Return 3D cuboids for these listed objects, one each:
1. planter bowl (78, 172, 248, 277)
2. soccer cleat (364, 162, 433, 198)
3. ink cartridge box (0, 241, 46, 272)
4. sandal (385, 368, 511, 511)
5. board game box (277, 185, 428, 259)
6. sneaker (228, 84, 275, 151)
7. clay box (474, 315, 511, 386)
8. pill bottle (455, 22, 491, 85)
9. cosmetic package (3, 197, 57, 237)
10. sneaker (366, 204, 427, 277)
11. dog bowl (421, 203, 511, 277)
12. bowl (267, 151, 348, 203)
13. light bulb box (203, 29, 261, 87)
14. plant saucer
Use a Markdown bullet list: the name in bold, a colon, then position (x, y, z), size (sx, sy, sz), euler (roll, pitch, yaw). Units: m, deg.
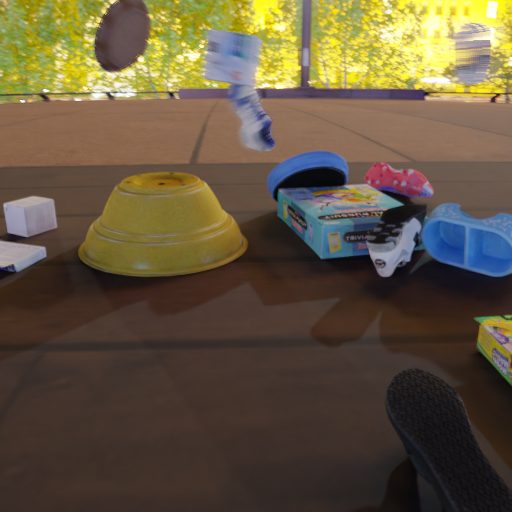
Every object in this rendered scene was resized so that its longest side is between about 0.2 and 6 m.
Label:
- **planter bowl**: position (-1.962, -0.893, 11.779), size (3.564, 1.484, 3.564), euler (0, 21, 0)
- **soccer cleat**: position (4.099, -2.148, 16.398), size (0.995, 0.868, 2.603), euler (31, 0, -23)
- **ink cartridge box**: position (-4.980, 0.056, 10.964), size (1.194, 0.243, 1.196), euler (7, 21, 19)
- **sandal**: position (1.830, 1.988, 5.535), size (0.811, 0.516, 2.158), euler (-2, 33, -8)
- **board game box**: position (2.072, -0.900, 12.838), size (2.387, 0.742, 3.162), euler (-5, 21, -14)
- **sneaker**: position (-0.011, -3.489, 13.725), size (0.748, 1.987, 0.876), euler (-40, 42, -20)
- **clay box**: position (3.660, 1.326, 7.256), size (1.031, 0.427, 1.795), euler (-2, 20, -5)
- **pill bottle**: position (2.972, -2.761, 7.703), size (0.449, 0.775, 0.449), euler (-8, 61, 15)
- **cosmetic package**: position (-5.208, -0.919, 12.933), size (0.715, 0.711, 0.854), euler (11, 22, 28)
- **sneaker**: position (2.757, -0.325, 10.909), size (0.770, 0.920, 2.080), euler (7, 33, 39)
- **dog bowl**: position (4.116, -0.272, 10.670), size (0.526, 1.184, 2.124), euler (-31, 35, -34)
- **bowl**: position (1.328, -1.885, 14.216), size (2.092, 0.411, 2.092), euler (-10, -24, -4)
- **light bulb box**: position (-0.355, -2.994, 8.506), size (0.737, 0.731, 0.460), euler (10, 17, 6)
- **plant saucer**: position (-1.925, -3.220, 8.228), size (1.149, 1.149, 0.210), euler (14, 2, 34)
